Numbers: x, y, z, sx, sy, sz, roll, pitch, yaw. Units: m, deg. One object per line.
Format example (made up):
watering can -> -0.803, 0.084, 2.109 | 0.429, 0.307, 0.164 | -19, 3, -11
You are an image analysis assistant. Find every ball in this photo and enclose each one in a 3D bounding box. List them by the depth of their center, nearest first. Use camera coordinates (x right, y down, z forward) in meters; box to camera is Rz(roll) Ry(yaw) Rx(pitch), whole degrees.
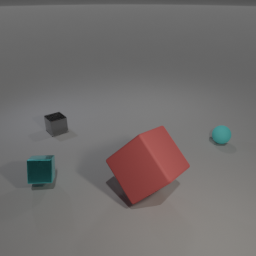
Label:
ball -> 3.550, 0.251, 10.630 | 0.700, 0.700, 0.700 | 0, 27, 0

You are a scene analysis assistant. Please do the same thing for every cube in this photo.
cube -> 0.556, 0.968, 7.667 | 1.400, 1.400, 1.400 | 57, 32, 10
cube -> -2.570, 1.218, 8.331 | 0.700, 0.700, 0.700 | -1, 5, -7
cube -> -2.952, -0.165, 11.512 | 0.700, 0.700, 0.700 | -20, 33, -32
